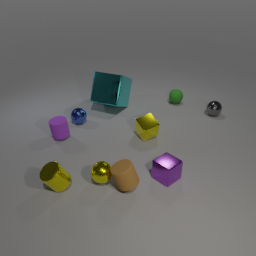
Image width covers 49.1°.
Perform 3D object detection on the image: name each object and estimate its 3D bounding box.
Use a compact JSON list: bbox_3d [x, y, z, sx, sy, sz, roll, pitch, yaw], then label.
[{"bbox_3d":[3.948,-0.897,12.814,0.700,0.700,0.700,0,30,0],"label":"ball"},{"bbox_3d":[-0.769,-1.804,13.242,1.400,1.400,1.400,12,7,20],"label":"cube"},{"bbox_3d":[1.251,1.324,8.985,0.700,0.700,0.700,-25,38,-36],"label":"cube"},{"bbox_3d":[-2.195,1.473,8.489,0.700,0.700,0.700,-16,46,17],"label":"cylinder"},{"bbox_3d":[2.391,-1.587,13.930,0.700,0.700,0.700,0,30,0],"label":"ball"},{"bbox_3d":[0.746,-0.035,11.043,0.700,0.700,0.700,-23,56,-18],"label":"cube"},{"bbox_3d":[-2.146,-0.530,12.176,0.700,0.700,0.700,0,30,0],"label":"ball"},{"bbox_3d":[-0.816,1.376,8.746,0.700,0.700,0.700,0,30,0],"label":"ball"},{"bbox_3d":[-2.708,-0.017,11.054,0.700,0.700,0.700,-5,33,3],"label":"cylinder"},{"bbox_3d":[-0.090,1.419,8.441,0.700,0.700,0.700,-18,28,10],"label":"cylinder"}]
